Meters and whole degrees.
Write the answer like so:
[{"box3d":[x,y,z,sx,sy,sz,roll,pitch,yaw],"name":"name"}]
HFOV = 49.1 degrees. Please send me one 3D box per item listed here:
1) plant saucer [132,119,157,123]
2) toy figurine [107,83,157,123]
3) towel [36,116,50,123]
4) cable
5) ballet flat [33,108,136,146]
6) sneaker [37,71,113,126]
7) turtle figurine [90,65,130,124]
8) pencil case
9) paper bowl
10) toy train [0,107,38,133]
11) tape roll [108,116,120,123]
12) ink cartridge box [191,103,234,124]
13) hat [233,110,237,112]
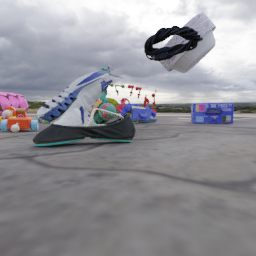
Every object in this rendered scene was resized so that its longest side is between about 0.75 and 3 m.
[{"box3d":[0.663,-0.382,13.439,0.704,0.191,2.015,-1,5,-20],"name":"plant saucer"},{"box3d":[0.275,-0.959,12.236,2.857,1.507,1.711,7,19,-22],"name":"toy figurine"},{"box3d":[-3.230,-0.466,13.239,1.808,0.372,2.424,-3,5,-27],"name":"towel"},{"box3d":[1.430,-2.754,8.886,1.912,0.486,1.560,-11,-17,3],"name":"cable"},{"box3d":[-0.689,-0.030,4.625,1.702,0.582,0.579,-2,2,-25],"name":"ballet flat"},{"box3d":[-1.105,-0.485,6.641,1.830,1.057,0.739,-38,32,-14],"name":"sneaker"},{"box3d":[-1.219,-0.644,8.450,2.920,1.470,2.186,2,44,52],"name":"turtle figurine"},{"box3d":[-5.559,-0.823,12.149,1.341,1.384,2.955,46,10,5],"name":"pencil case"},{"box3d":[2.553,-3.320,11.612,2.600,1.352,2.600,-41,-1,-1],"name":"paper bowl"},{"box3d":[-3.708,-0.293,7.677,2.609,0.726,1.960,0,3,-6],"name":"toy train"},{"box3d":[-0.462,-0.409,12.809,0.930,0.307,0.930,0,3,0],"name":"tape roll"},{"box3d":[3.590,-0.641,12.090,1.612,0.902,2.363,0,5,10],"name":"ink cartridge box"},{"box3d":[4.742,-0.590,13.940,1.355,0.546,1.355,-5,-1,0],"name":"hat"}]
